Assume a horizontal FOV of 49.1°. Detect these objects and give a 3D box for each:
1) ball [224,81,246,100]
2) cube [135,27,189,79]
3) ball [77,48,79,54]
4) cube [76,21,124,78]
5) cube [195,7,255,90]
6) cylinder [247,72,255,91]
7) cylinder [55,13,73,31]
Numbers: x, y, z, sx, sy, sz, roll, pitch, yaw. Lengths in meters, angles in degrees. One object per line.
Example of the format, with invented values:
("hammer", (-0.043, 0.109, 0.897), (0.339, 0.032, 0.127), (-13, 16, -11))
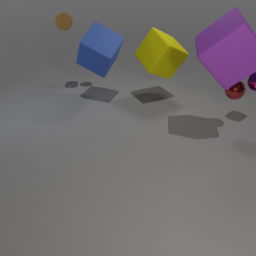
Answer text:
("ball", (3.784, -1.348, 9.910), (0.700, 0.700, 0.700), (0, 29, 0))
("cube", (1.427, -3.161, 12.015), (1.400, 1.400, 1.400), (7, 41, -43))
("ball", (-2.106, -3.665, 13.551), (0.700, 0.700, 0.700), (0, 29, 0))
("cube", (-1.194, -3.289, 11.870), (1.400, 1.400, 1.400), (28, 61, -3))
("cube", (2.923, -2.261, 8.012), (1.400, 1.400, 1.400), (-33, 28, 32))
("cylinder", (4.841, -1.708, 10.277), (0.700, 0.700, 0.700), (22, 22, 34))
("cylinder", (-2.761, -4.601, 12.098), (0.700, 0.700, 0.700), (-4, 24, -7))
